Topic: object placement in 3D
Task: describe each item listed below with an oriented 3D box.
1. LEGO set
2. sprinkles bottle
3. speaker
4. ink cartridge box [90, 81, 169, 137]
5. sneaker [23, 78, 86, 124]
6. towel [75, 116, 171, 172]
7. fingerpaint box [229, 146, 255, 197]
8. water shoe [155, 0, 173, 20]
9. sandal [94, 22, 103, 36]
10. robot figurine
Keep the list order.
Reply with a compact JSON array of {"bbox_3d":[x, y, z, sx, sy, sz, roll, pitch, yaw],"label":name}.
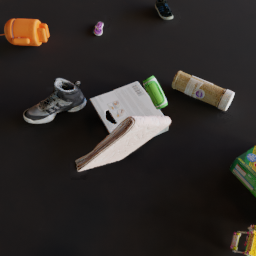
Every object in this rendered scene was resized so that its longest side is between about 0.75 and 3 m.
[{"bbox_3d":[3.850,3.337,8.540,2.125,0.791,0.977,-40,97,-30],"label":"LEGO set"},{"bbox_3d":[3.165,-1.608,11.948,2.524,0.861,0.861,27,58,19],"label":"sprinkles bottle"},{"bbox_3d":[0.817,-1.059,8.422,0.429,0.429,0.969,-30,97,-20],"label":"speaker"},{"bbox_3d":[0.019,-0.553,11.345,2.283,0.573,2.631,-23,57,-15],"label":"ink cartridge box"},{"bbox_3d":[-3.018,-1.157,11.212,2.606,1.483,0.983,-20,56,-14],"label":"sneaker"},{"bbox_3d":[-0.072,0.350,7.761,0.374,2.216,2.321,58,26,13],"label":"towel"},{"bbox_3d":[5.117,1.624,9.538,1.993,0.876,2.389,-26,58,-18],"label":"fingerpaint box"},{"bbox_3d":[2.006,-6.830,15.892,0.640,0.706,1.789,-19,56,-13],"label":"water shoe"},{"bbox_3d":[-1.598,-5.419,15.114,0.466,0.281,1.145,1,54,1],"label":"sandal"},{"bbox_3d":[-5.145,-4.804,14.050,2.227,1.299,1.602,2,86,1],"label":"robot figurine"}]
